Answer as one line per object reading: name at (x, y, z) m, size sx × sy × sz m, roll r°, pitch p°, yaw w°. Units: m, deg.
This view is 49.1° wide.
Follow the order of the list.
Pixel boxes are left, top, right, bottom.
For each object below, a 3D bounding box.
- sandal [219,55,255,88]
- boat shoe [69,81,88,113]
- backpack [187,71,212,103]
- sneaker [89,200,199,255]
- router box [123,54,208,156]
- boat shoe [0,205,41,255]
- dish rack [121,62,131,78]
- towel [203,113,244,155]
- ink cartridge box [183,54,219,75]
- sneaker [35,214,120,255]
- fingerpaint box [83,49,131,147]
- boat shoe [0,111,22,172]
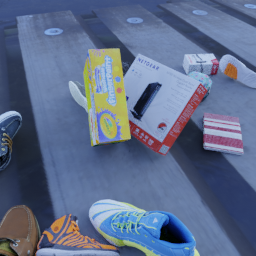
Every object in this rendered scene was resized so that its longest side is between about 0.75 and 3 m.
sandal at (5.096, -2.491, 12.748) m, size 2.112 × 0.809 × 0.605 m, roll 40°, pitch 21°, yaw 14°
boat shoe at (-1.680, -1.263, 11.321) m, size 0.640 × 0.765 × 2.142 m, roll -26°, pitch 54°, yaw -26°
backpack at (2.886, -1.783, 11.769) m, size 1.186 × 1.006 × 1.336 m, roll 24°, pitch 41°, yaw 24°
sneaker at (0.342, 2.252, 6.678) m, size 2.990 × 1.570 × 1.132 m, roll 21°, pitch 46°, yaw 21°
router box at (0.793, -0.884, 9.648) m, size 2.861 × 0.699 × 2.567 m, roll 35°, pitch 96°, yaw 37°
boat shoe at (-2.650, 2.916, 6.344) m, size 1.070 × 1.012 × 2.976 m, roll -6°, pitch 42°, yaw -7°
dish rack at (-0.183, -2.513, 12.972) m, size 1.293 × 0.460 × 1.685 m, roll -17°, pitch 42°, yaw -20°
towel at (3.388, 0.181, 10.082) m, size 1.346 × 0.212 × 1.868 m, roll 9°, pitch 44°, yaw 7°
ink cartridge box at (3.466, -3.050, 13.429) m, size 1.443 × 0.604 × 1.041 m, roll -3°, pitch 41°, yaw -4°
sneaker at (-1.165, 2.665, 6.820) m, size 2.006 × 0.778 × 1.124 m, roll 3°, pitch 43°, yaw 3°
fingerpaint box at (-0.724, -0.812, 8.755) m, size 0.967 × 2.199 × 2.636 m, roll -6°, pitch 84°, yaw -13°
boat shoe at (-4.137, 0.560, 9.174) m, size 1.190 × 0.927 × 2.622 m, roll 19°, pitch 52°, yaw 20°
